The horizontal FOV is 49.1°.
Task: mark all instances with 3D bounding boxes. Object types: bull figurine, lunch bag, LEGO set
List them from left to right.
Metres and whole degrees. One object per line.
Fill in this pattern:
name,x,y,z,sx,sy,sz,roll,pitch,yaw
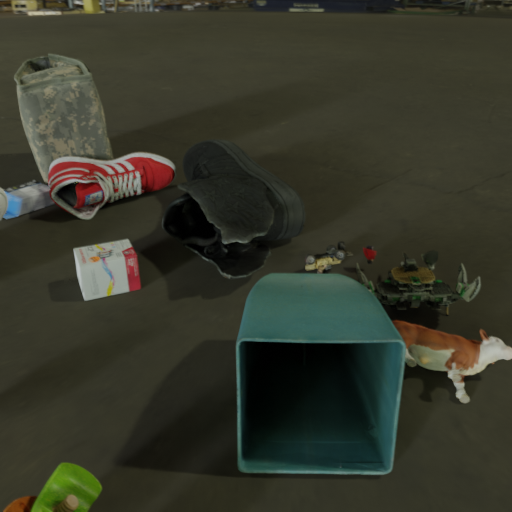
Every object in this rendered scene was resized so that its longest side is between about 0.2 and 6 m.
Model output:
lunch bag,-4.127,-2.933,12.022,1.662,2.318,2.826,-17,33,-18
LEGO set,1.914,0.396,7.958,1.676,0.731,2.581,-12,18,-24
bull figurine,2.165,1.164,6.510,1.486,0.484,0.902,10,32,20

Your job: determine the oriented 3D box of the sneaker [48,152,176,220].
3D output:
sneaker,-2.716,-1.345,10.696,2.440,0.869,1.372,-4,33,-12

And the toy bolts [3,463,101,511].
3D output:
toy bolts,-1.449,2.520,4.034,1.354,0.983,1.418,40,17,-10

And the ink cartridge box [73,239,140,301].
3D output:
ink cartridge box,-2.179,0.194,8.159,0.820,0.593,0.596,-12,31,-21

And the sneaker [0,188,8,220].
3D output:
sneaker,-4.663,-0.054,8.260,1.546,1.213,3.112,18,42,18

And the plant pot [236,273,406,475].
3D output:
plant pot,0.572,1.015,5.940,1.449,1.450,2.051,1,21,1

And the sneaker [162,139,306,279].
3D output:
sneaker,-0.768,-0.972,9.596,2.135,1.229,4.093,-15,35,-34

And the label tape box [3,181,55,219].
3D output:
label tape box,-4.500,-1.092,10.746,0.746,0.344,1.041,22,34,36
